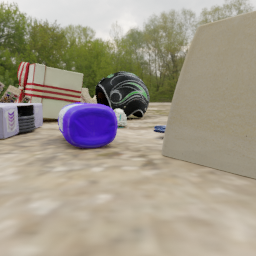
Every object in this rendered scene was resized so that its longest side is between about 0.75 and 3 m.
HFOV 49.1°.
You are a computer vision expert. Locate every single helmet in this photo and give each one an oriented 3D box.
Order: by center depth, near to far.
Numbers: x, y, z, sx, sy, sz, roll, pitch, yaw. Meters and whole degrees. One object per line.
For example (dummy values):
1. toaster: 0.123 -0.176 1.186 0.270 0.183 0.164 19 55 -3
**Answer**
1. helmet: -0.135 -1.217 11.008 1.904 1.997 1.997 -21 14 -21

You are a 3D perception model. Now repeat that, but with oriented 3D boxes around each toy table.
1. toy table: -1.669 -1.244 13.367 2.171 1.271 1.996 1 6 16

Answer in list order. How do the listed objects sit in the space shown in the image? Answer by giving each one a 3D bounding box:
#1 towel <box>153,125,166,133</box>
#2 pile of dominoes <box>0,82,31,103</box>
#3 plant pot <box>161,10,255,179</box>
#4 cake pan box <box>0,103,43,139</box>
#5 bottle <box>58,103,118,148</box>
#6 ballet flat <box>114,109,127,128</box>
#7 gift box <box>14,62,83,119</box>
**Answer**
1. towel: 1.327 0.071 5.630 1.391 0.166 1.022 8 6 31
2. pile of dominoes: -3.631 -0.749 8.226 1.129 0.231 1.449 27 -43 -28
3. plant pot: 1.823 -0.474 3.675 2.025 1.795 2.027 -4 7 -34
4. cake pan box: -3.650 -0.247 6.621 2.817 0.737 2.594 0 8 -1
5. bottle: -0.873 -0.126 5.407 0.917 0.717 2.195 -2 6 -17
6. ballet flat: -0.272 -0.318 8.293 0.554 0.554 1.545 -1 6 -10
7. gift box: -3.010 -1.174 10.053 2.005 1.982 2.148 5 -1 -36
